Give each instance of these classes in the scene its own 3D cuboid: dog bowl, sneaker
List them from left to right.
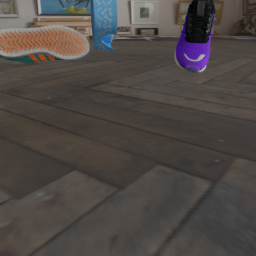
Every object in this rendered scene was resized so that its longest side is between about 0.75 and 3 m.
[{"bbox_3d":[-2.262,-2.160,7.328,2.418,0.863,0.966,-6,7,-26],"label":"sneaker"},{"bbox_3d":[-0.810,-3.449,8.956,0.679,1.527,2.739,-5,-7,-7],"label":"dog bowl"},{"bbox_3d":[1.855,-2.733,7.584,0.915,1.309,2.632,10,57,8],"label":"sneaker"}]
